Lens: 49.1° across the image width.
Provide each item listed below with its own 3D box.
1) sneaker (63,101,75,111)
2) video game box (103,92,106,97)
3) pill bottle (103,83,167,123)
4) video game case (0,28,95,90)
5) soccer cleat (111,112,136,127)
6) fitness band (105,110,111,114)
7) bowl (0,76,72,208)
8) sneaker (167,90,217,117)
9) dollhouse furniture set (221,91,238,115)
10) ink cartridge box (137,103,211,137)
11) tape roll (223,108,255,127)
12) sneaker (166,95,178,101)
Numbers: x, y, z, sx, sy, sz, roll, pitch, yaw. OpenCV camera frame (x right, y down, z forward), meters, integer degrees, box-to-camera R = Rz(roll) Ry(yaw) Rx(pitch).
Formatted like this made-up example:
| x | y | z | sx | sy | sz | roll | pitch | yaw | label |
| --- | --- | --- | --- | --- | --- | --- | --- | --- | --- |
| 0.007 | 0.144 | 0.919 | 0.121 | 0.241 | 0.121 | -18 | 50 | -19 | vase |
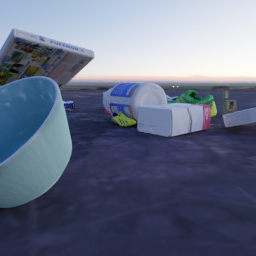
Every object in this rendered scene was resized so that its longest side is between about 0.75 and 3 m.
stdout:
| x | y | z | sx | sy | sz | roll | pitch | yaw | label |
| --- | --- | --- | --- | --- | --- | --- | --- | --- | --- |
| -3.438 | -1.245 | 15.357 | 0.896 | 0.627 | 1.552 | 0 | 8 | 10 | sneaker |
| -0.205 | -1.979 | 16.816 | 1.995 | 0.467 | 1.817 | 3 | 12 | 25 | video game box |
| 0.127 | -1.026 | 11.220 | 1.561 | 1.561 | 2.785 | -6 | 11 | -31 | pill bottle |
| -2.819 | -1.900 | 8.800 | 2.502 | 0.302 | 2.745 | 4 | -22 | -41 | video game case |
| -0.195 | -0.329 | 10.167 | 0.398 | 0.514 | 1.230 | -8 | 12 | -39 | soccer cleat |
| -0.628 | -0.898 | 14.528 | 1.171 | 0.219 | 0.841 | -5 | 11 | -21 | fitness band |
| -1.524 | 0.282 | 3.723 | 1.897 | 0.992 | 1.897 | -15 | 41 | 13 | bowl |
| 2.697 | -1.126 | 12.784 | 2.936 | 1.227 | 1.087 | 8 | 13 | 44 | sneaker |
| 5.018 | -1.168 | 13.257 | 0.645 | 1.160 | 1.026 | -3 | 9 | -16 | dollhouse furniture set |
| 1.508 | -0.328 | 9.156 | 2.024 | 0.838 | 1.483 | -8 | 13 | -41 | ink cartridge box |
| 4.456 | -0.505 | 9.321 | 2.500 | 0.457 | 2.500 | -12 | -2 | -1 | tape roll |
| 2.570 | -1.438 | 16.029 | 1.299 | 0.797 | 1.997 | 4 | 10 | 15 | sneaker |
